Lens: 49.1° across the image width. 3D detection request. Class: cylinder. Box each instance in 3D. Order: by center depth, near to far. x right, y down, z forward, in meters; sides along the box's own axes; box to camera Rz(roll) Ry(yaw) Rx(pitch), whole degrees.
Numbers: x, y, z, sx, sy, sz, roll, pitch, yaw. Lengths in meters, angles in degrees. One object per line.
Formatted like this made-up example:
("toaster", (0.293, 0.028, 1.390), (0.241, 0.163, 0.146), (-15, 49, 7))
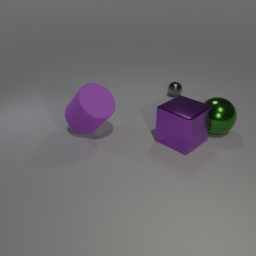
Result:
("cylinder", (-1.380, -0.679, 10.073), (1.400, 1.400, 1.400), (15, 59, -27))

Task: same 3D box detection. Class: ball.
("ball", (3.322, -0.452, 10.468), (1.400, 1.400, 1.400), (0, 30, 0))
("ball", (2.285, -1.895, 13.612), (0.700, 0.700, 0.700), (0, 30, 0))

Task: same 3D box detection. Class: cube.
("cube", (1.951, -0.154, 9.927), (1.400, 1.400, 1.400), (26, 39, 37))
